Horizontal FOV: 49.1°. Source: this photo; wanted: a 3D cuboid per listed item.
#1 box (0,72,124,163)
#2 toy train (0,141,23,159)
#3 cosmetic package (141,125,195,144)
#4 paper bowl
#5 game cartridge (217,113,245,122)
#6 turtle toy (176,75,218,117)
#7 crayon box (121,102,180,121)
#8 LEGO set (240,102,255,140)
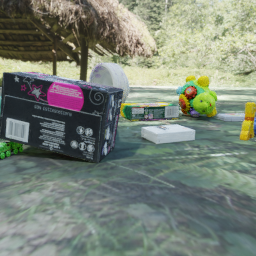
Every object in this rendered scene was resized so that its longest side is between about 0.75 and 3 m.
[{"bbox_3d":[-1.573,-0.355,6.888,2.555,1.688,1.466,12,14,11],"label":"box"},{"bbox_3d":[-2.961,0.518,6.637,0.263,0.356,1.261,5,11,19],"label":"toy train"},{"bbox_3d":[1.212,0.169,8.561,1.323,0.342,0.998,-5,14,-23],"label":"cosmetic package"},{"bbox_3d":[-0.909,-2.127,14.690,1.316,2.531,2.531,-10,15,-38],"label":"paper bowl"},{"bbox_3d":[4.649,-0.453,12.133,1.320,0.270,0.878,-2,15,-9],"label":"game cartridge"},{"bbox_3d":[3.162,-1.304,12.867,1.378,1.987,2.727,-24,17,-14],"label":"turtle toy"},{"bbox_3d":[0.941,-0.801,12.804,2.214,0.645,1.910,-3,11,-15],"label":"crayon box"},{"bbox_3d":[4.123,-0.249,8.682,1.025,1.103,2.688,7,13,36],"label":"LEGO set"}]
